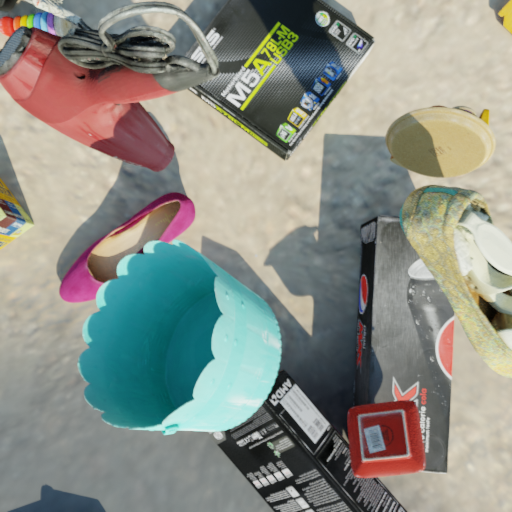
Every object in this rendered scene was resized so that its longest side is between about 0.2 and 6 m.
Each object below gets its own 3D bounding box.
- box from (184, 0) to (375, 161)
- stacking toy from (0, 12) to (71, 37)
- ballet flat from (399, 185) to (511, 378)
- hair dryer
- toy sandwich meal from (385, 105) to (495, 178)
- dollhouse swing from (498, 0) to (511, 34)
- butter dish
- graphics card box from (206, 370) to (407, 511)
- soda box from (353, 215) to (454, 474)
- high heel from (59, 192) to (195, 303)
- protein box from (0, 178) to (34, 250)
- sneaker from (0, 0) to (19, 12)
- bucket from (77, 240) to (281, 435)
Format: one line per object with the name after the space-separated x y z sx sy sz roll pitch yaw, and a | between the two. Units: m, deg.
0.302 -3.276 9.393 2.397 0.590 2.482 38 86 0 | box
-3.797 -3.921 9.517 1.192 0.509 0.509 3 86 4 | stacking toy
2.386 0.352 5.582 0.920 0.920 2.601 -40 110 -3 | ballet flat
-1.791 -1.865 6.502 2.968 3.897 1.059 28 83 8 | hair dryer
2.029 -1.305 6.204 1.273 1.273 0.436 16 66 1 | toy sandwich meal
4.984 -4.192 9.654 1.133 0.996 1.030 45 128 2 | dollhouse swing
1.773 2.524 7.526 0.961 0.712 0.963 -12 52 17 | butter dish
0.702 3.229 8.343 2.861 1.795 0.728 47 46 3 | graphics card box
2.286 1.307 8.753 1.328 1.188 3.753 4 86 0 | soda box
-2.126 -0.140 8.813 2.649 1.273 0.893 -39 87 -3 | high heel
-4.862 -0.708 8.932 1.646 1.110 1.634 -37 87 -3 | protein box
-3.542 -4.937 9.445 2.417 0.915 1.058 -24 92 7 | sneaker
-0.765 0.929 5.892 1.953 1.271 1.953 -16 60 30 | bucket
